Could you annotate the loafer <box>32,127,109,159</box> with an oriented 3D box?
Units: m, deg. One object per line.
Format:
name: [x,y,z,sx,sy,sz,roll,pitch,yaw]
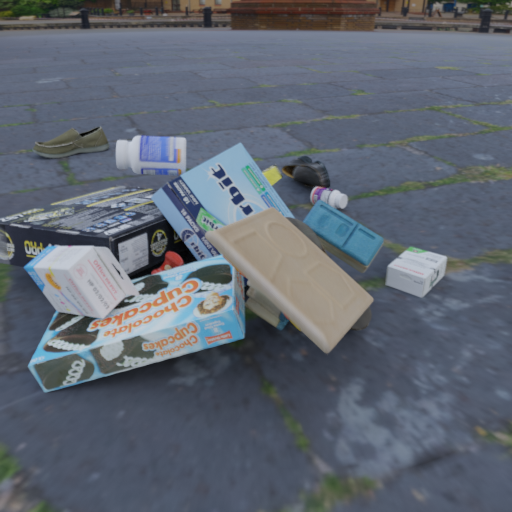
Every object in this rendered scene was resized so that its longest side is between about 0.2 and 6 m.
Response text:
loafer: [-5.283,-3.289,15.937,2.119,0.738,0.797,-15,31,-27]

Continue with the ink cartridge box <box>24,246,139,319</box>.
ink cartridge box: [-2.307,0.336,7.363,1.454,0.837,0.493,0,39,42]

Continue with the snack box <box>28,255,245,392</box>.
snack box: [-1.500,0.829,7.542,2.710,0.503,1.574,-16,27,6]

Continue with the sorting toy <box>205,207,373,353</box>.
sorting toy: [0.463,0.235,7.038,1.919,0.378,2.073,44,25,10]

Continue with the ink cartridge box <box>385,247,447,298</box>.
ink cartridge box: [2.716,0.260,9.521,0.688,0.396,0.943,20,34,33]

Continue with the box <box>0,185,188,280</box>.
box: [-2.492,-0.543,9.963,2.700,0.822,3.349,9,21,24]

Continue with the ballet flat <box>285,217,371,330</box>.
ballet flat: [0.950,0.272,8.268,0.680,2.019,0.468,-42,-8,0]

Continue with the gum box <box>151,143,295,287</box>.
gum box: [-0.399,-0.720,9.841,0.538,2.052,2.416,-32,7,37]

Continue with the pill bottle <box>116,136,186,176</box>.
pill bottle: [-1.733,-1.669,9.309,1.120,0.627,0.627,2,27,-7]

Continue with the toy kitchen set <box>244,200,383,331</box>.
toy kitchen set: [0.921,0.106,7.980,1.230,1.673,2.089,33,74,8]

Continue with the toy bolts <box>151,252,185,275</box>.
toy bolts: [-1.092,0.603,8.711,1.160,0.804,1.108,39,83,19]

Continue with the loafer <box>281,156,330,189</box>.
loafer: [1.192,-1.902,13.286,0.669,0.674,1.852,-18,20,-11]

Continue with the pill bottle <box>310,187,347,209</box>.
pill bottle: [1.616,-1.265,12.367,0.756,0.421,0.421,18,32,39]

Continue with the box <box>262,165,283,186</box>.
box: [-0.001,-1.535,12.467,0.536,0.357,1.424,-21,17,44]
